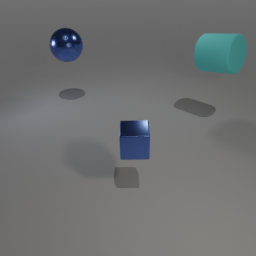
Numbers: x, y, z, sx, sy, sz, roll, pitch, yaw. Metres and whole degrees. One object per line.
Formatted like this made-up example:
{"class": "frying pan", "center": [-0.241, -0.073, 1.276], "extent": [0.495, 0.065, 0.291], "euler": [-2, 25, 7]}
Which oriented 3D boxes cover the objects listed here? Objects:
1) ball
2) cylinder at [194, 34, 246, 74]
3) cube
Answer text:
{"class": "ball", "center": [-2.620, -3.520, 11.913], "extent": [1.400, 1.400, 1.400], "euler": [0, 29, 0]}
{"class": "cylinder", "center": [3.425, -2.774, 10.429], "extent": [1.400, 1.400, 1.400], "euler": [-25, 31, -37]}
{"class": "cube", "center": [0.160, 0.287, 6.787], "extent": [0.700, 0.700, 0.700], "euler": [-1, 34, 1]}
